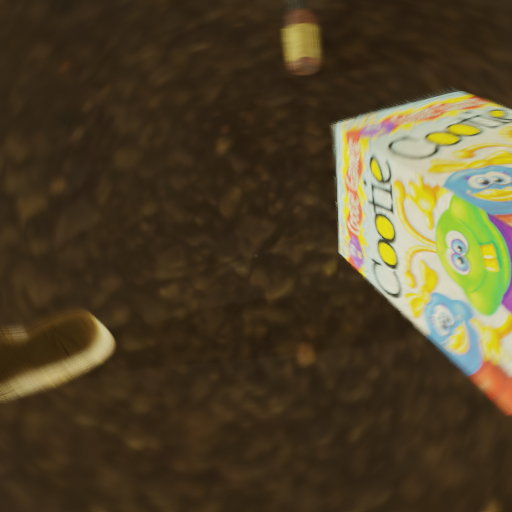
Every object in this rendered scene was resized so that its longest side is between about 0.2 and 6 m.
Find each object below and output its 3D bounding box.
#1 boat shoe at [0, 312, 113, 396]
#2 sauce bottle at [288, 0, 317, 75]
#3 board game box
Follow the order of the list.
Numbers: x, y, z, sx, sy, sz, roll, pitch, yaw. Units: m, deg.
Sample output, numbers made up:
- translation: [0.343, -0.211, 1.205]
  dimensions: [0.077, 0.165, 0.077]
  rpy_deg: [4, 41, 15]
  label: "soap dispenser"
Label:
- translation: [-3.043, 1.410, 7.397]
  dimensions: [2.411, 0.800, 0.892]
  rpy_deg: [-14, 70, 8]
  label: "boat shoe"
- translation: [0.700, -3.451, 8.667]
  dimensions: [0.421, 0.421, 1.275]
  rpy_deg: [-2, 76, 0]
  label: "sauce bottle"
- translation: [2.097, -0.193, 4.879]
  dimensions: [1.574, 1.546, 3.001]
  rpy_deg: [-18, 34, -16]
  label: "board game box"
